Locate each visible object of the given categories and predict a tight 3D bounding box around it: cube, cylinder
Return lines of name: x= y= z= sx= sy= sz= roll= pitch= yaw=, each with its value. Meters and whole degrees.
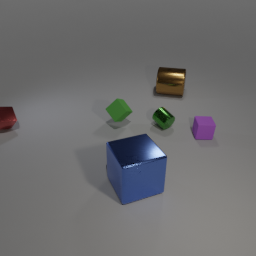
cube: x=0.221 y=1.206 z=8.597 sx=1.400 sy=1.400 sz=1.400 roll=-12 pitch=33 yaw=-20
cube: x=3.037 y=-0.010 z=11.257 sx=0.700 sy=0.700 sz=0.700 roll=2 pitch=33 yaw=-2
cube: x=-0.366 y=-0.733 z=11.656 sx=0.700 sy=0.700 sz=0.700 roll=53 pitch=17 yaw=11
cylinder: x=1.502 y=-0.412 z=11.803 sx=0.700 sy=0.700 sz=0.700 roll=-23 pitch=56 yaw=-33
cube: x=-5.112 y=-0.407 z=11.515 sx=0.700 sy=0.700 sz=0.700 roll=-6 pitch=64 yaw=-49
cylinder: x=2.246 y=-2.422 z=14.567 sx=1.400 sy=1.400 sz=1.400 roll=7 pitch=32 yaw=11
